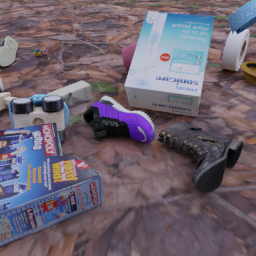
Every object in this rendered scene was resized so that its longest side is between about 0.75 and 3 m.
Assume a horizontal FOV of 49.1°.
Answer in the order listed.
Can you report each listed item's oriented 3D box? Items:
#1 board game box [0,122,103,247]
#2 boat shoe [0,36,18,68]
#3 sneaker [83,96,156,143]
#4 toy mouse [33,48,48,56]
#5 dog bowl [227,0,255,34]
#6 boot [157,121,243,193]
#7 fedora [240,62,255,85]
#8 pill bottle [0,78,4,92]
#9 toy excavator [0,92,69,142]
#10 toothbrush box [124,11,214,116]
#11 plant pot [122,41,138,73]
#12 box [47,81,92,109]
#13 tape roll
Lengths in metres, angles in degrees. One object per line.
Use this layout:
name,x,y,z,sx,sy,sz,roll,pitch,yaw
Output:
board game box,-2.037,1.038,5.767,2.806,0.866,2.807,-8,35,-13
boat shoe,-5.420,-3.200,12.230,0.741,0.787,2.192,-30,38,18
sneaker,-0.345,-0.037,7.492,1.163,0.813,2.338,-32,41,-30
toy mouse,-4.016,-3.502,12.968,0.880,0.170,0.782,6,35,8
dog bowl,2.198,-2.050,5.181,0.288,0.647,1.161,58,34,2
boot,1.504,0.540,6.733,1.898,0.755,2.180,23,34,34
fedora,4.806,-1.981,10.422,1.373,0.560,1.373,5,38,-4
pill bottle,-4.845,-1.439,9.680,0.927,0.506,0.506,-11,36,-16
toy excavator,-2.833,-0.493,7.980,2.280,1.171,2.345,-4,22,-9
toothbrush box,1.342,-2.050,8.783,2.182,1.271,2.980,11,68,14
plant pot,0.554,-2.762,10.883,1.380,1.541,1.541,-11,33,12
box,-1.863,-1.014,9.021,1.391,0.572,0.476,-30,45,-35
tape roll,4.290,-3.114,11.134,0.571,1.634,1.634,19,39,27
